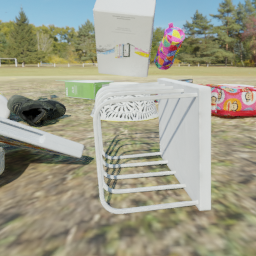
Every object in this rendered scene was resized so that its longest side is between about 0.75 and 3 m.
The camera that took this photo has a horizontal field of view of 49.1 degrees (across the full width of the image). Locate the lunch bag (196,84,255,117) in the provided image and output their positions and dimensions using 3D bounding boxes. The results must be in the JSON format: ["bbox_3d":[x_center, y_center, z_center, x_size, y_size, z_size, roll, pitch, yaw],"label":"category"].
[{"bbox_3d":[3.739,-1.081,10.121,2.306,1.072,2.618,-4,13,-18],"label":"lunch bag"}]

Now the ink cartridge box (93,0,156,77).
[{"bbox_3d":[-0.053,-3.282,9.525,1.808,2.499,1.840,7,55,3],"label":"ink cartridge box"}]

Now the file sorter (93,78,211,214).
[{"bbox_3d":[0.198,0.091,4.163,1.326,1.478,2.130,-4,13,-5],"label":"file sorter"}]

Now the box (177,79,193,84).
[{"bbox_3d":[2.955,-2.101,14.888,1.230,0.978,0.283,-11,17,-39],"label":"box"}]

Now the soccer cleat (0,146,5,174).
[{"bbox_3d":[-3.232,0.439,4.055,2.994,1.046,1.293,6,-1,15],"label":"soccer cleat"}]

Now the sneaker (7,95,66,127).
[{"bbox_3d":[-2.478,-0.431,8.310,1.082,0.722,1.888,36,15,32],"label":"sneaker"}]

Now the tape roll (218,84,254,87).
[{"bbox_3d":[4.596,-1.566,12.937,2.271,0.794,2.271,0,12,0],"label":"tape roll"}]

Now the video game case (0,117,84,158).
[{"bbox_3d":[-2.383,-0.079,4.235,2.055,0.259,2.870,2,-16,43],"label":"video game case"}]

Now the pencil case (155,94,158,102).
[{"bbox_3d":[1.719,-1.395,13.044,0.972,0.430,0.430,-3,13,-7],"label":"pencil case"}]

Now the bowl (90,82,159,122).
[{"bbox_3d":[-0.101,-0.980,9.614,2.394,1.123,2.394,1,13,0],"label":"bowl"}]

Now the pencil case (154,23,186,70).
[{"bbox_3d":[1.630,-3.173,11.180,0.868,0.868,1.965,-3,-25,-11],"label":"pencil case"}]

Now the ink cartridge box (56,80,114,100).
[{"bbox_3d":[-2.360,-2.127,15.167,2.997,0.889,1.556,9,16,36],"label":"ink cartridge box"}]

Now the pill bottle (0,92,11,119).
[{"bbox_3d":[-4.170,-0.673,8.565,0.966,0.966,1.768,-7,14,-27],"label":"pill bottle"}]
